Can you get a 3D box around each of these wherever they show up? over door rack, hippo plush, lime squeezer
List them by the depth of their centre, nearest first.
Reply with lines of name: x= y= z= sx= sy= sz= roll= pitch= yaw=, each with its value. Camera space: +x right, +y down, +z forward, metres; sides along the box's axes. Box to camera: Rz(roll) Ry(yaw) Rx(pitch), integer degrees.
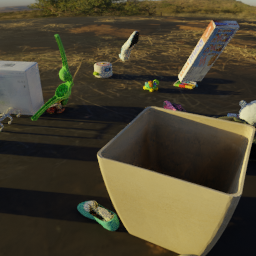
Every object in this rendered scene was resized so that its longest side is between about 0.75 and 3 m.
lime squeezer: x=-1.953 y=-1.325 z=7.801 sx=0.919 sy=2.603 sz=0.491 roll=8 pitch=34 yaw=-30
hippo plush: x=5.356 y=-0.285 z=10.715 sx=2.406 sy=1.917 sz=1.935 roll=-24 pitch=12 yaw=-38
over door rack: x=-5.807 y=-0.607 z=11.757 sx=2.017 sy=0.672 sz=1.490 roll=22 pitch=30 yaw=0

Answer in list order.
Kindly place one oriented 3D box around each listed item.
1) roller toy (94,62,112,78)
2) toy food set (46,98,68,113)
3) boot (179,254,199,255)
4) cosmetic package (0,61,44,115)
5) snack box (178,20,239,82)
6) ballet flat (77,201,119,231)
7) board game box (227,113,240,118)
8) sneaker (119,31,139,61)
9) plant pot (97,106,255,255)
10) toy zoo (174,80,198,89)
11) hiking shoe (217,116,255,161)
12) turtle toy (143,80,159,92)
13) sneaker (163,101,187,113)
roller toy: x=-1.542 y=-3.678 z=17.516 sx=1.106 sy=0.847 sz=1.212 roll=2 pitch=28 yaw=5
toy food set: x=-3.265 y=-1.027 z=12.955 sx=1.051 sy=0.583 sz=1.786 roll=-19 pitch=22 yaw=16
boot: x=1.014 y=2.986 z=5.472 sx=1.118 sy=0.404 sz=0.844 roll=-9 pitch=31 yaw=-6
cosmetic package: x=-5.144 y=-1.797 z=12.614 sx=2.107 sy=2.114 sz=1.299 roll=3 pitch=31 yaw=7
snack box: x=2.569 y=-2.426 z=9.240 sx=0.900 sy=2.505 sz=0.304 roll=-6 pitch=62 yaw=-19
ballet flat: x=-0.765 y=2.087 z=7.059 sx=1.346 sy=0.474 sz=0.453 roll=20 pitch=39 yaw=33
board game box: x=4.794 y=-0.366 z=11.981 sx=0.949 sy=0.191 sz=0.726 roll=5 pitch=28 yaw=9
sneaker: x=0.016 y=-2.979 z=10.090 sx=0.428 sy=1.180 sz=0.424 roll=45 pitch=34 yaw=20
plant pot: x=1.164 y=1.281 z=6.538 sx=2.712 sy=2.404 sz=2.715 roll=13 pitch=32 yaw=23
toy zoo: x=3.372 y=-2.511 z=16.083 sx=1.273 sy=0.130 sz=0.835 roll=14 pitch=31 yaw=25
hiking shoe: x=3.853 y=0.400 z=9.639 sx=1.371 sy=1.031 sz=2.723 roll=-21 pitch=35 yaw=-40
turtle toy: x=1.329 y=-2.359 z=15.420 sx=0.956 sy=0.483 sz=0.696 roll=-24 pitch=36 yaw=-38
sneaker: x=2.152 y=-0.567 z=11.890 sx=0.983 sy=0.814 sz=2.060 roll=6 pitch=28 yaw=-12
